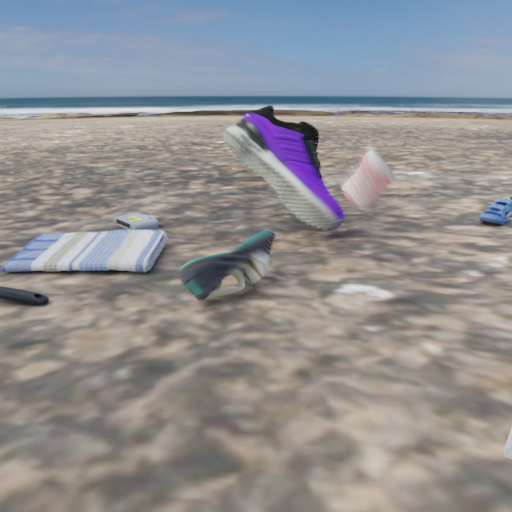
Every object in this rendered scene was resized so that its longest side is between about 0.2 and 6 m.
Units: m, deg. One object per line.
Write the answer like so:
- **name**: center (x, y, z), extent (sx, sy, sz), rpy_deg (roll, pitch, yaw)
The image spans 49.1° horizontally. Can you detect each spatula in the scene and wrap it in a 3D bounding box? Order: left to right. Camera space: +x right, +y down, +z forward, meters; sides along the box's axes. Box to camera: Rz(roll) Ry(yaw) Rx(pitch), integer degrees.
- **spatula**: center (-4.306, 0.545, 8.446), extent (2.513, 0.258, 0.710), rpy_deg (4, 20, 10)

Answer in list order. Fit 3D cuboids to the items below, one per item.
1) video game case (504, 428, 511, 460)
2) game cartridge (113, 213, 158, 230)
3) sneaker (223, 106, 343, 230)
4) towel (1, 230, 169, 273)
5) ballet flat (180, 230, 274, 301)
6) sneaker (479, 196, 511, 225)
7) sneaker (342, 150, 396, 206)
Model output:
- **video game case**: center (2.964, 1.667, 5.133), extent (1.096, 0.133, 1.204), rpy_deg (11, 21, 31)
- **game cartridge**: center (-2.692, -0.767, 12.669), extent (0.704, 0.214, 1.056), rpy_deg (-10, 20, -39)
- **sneaker**: center (0.907, -1.996, 11.722), extent (1.550, 3.117, 1.084), rpy_deg (-43, -7, -15)
- **towel**: center (-3.027, -0.066, 10.309), extent (2.580, 0.307, 1.895), rpy_deg (-1, 20, 2)
- **ballet flat**: center (-0.302, 0.183, 8.646), extent (0.737, 0.737, 2.017), rpy_deg (14, 26, 37)
- **sneaker**: center (5.662, -1.070, 12.953), extent (1.441, 0.593, 0.533), rpy_deg (-16, 26, -36)
- **sneaker**: center (1.872, -1.240, 9.508), extent (0.819, 0.589, 1.566), rpy_deg (-41, -10, 8)
